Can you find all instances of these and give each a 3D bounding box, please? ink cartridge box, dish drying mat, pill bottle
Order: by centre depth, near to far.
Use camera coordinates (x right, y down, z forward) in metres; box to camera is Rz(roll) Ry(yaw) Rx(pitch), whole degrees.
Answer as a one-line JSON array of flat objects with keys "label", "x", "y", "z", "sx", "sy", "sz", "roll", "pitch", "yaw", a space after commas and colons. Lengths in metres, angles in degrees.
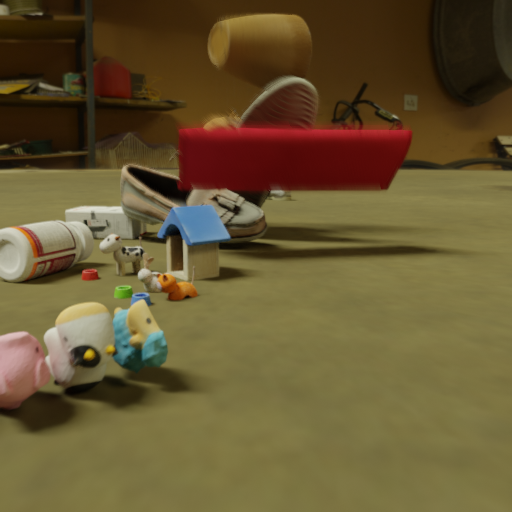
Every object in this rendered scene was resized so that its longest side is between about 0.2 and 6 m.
[{"label": "pill bottle", "x": -2.767, "y": -0.099, "z": 7.351, "sx": 0.686, "sy": 0.686, "sz": 1.252, "roll": 5, "pitch": 11, "yaw": 23}, {"label": "dish drying mat", "x": 0.542, "y": -1.447, "z": 8.434, "sx": 3.404, "sy": 0.310, "sz": 1.307, "roll": -1, "pitch": -29, "yaw": -10}, {"label": "ink cartridge box", "x": -2.805, "y": -0.633, "z": 10.566, "sx": 1.268, "sy": 0.525, "sz": 0.931, "roll": 1, "pitch": 11, "yaw": 6}]

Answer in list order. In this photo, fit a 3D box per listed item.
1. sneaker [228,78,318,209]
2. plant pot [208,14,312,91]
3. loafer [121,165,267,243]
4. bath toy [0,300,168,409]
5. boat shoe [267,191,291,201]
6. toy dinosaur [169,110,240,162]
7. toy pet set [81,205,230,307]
[{"label": "sneaker", "x": 0.124, "y": -2.022, "z": 10.257, "sx": 1.169, "sy": 3.126, "sz": 1.660, "roll": 30, "pitch": 34, "yaw": -7}, {"label": "plant pot", "x": -0.046, "y": -3.762, "z": 10.218, "sx": 1.555, "sy": 1.449, "sz": 1.449, "roll": -4, "pitch": 11, "yaw": -35}, {"label": "loafer", "x": -1.141, "y": -0.910, "z": 9.435, "sx": 2.740, "sy": 0.861, "sz": 0.985, "roll": 13, "pitch": 39, "yaw": 20}, {"label": "bath toy", "x": -1.398, "y": 0.704, "z": 3.438, "sx": 1.635, "sy": 0.711, "sz": 0.604, "roll": -13, "pitch": 39, "yaw": -35}, {"label": "boat shoe", "x": 0.477, "y": -2.165, "z": 18.458, "sx": 1.734, "sy": 0.593, "sz": 0.648, "roll": 10, "pitch": 14, "yaw": 41}, {"label": "toy dinosaur", "x": -0.884, "y": -2.574, "z": 11.527, "sx": 1.186, "sy": 0.674, "sz": 2.232, "roll": -17, "pitch": 4, "yaw": -34}, {"label": "toy pet set", "x": -1.126, "y": -0.111, "z": 6.819, "sx": 1.597, "sy": 0.908, "sz": 1.711, "roll": -8, "pitch": 14, "yaw": -37}]
